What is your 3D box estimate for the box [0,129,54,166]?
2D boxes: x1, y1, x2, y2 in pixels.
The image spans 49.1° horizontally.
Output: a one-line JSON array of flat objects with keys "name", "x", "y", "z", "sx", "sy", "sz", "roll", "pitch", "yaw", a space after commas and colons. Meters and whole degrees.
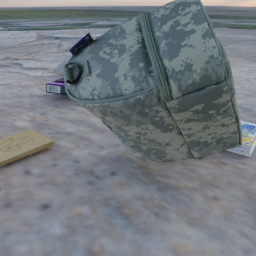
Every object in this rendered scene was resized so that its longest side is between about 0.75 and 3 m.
[{"name": "box", "x": -2.547, "y": 0.411, "z": 6.331, "sx": 1.122, "sy": 0.146, "sz": 1.373, "roll": 19, "pitch": 30, "yaw": 41}]

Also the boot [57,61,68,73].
[{"name": "boot", "x": -2.302, "y": -2.748, "z": 12.190, "sx": 1.476, "sy": 0.543, "sz": 0.706, "roll": -12, "pitch": 3, "yaw": 16}]

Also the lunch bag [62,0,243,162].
[{"name": "lunch bag", "x": 0.515, "y": -0.568, "z": 5.053, "sx": 2.385, "sy": 2.844, "sz": 1.981, "roll": -21, "pitch": 56, "yaw": 14}]

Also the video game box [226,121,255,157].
[{"name": "video game box", "x": 2.498, "y": 0.143, "z": 6.817, "sx": 1.217, "sy": 0.313, "sz": 1.336, "roll": 13, "pitch": 28, "yaw": 31}]

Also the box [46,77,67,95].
[{"name": "box", "x": -1.809, "y": -1.520, "z": 9.971, "sx": 1.420, "sy": 0.358, "sz": 1.986, "roll": 8, "pitch": 19, "yaw": 9}]
